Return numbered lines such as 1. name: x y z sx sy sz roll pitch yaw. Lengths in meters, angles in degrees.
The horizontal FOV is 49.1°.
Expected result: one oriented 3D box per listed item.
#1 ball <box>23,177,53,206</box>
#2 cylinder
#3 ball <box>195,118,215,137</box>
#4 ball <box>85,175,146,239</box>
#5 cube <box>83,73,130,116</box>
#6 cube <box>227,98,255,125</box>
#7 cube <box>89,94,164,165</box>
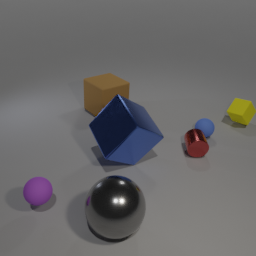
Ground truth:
1. ball: -2.228 1.560 6.936 0.700 0.700 0.700 0 29 0
2. cylinder: 2.258 0.492 9.274 0.700 0.700 0.700 0 33 0
3. ball: 2.784 -0.006 10.182 0.700 0.700 0.700 0 29 0
4. ball: -0.289 1.794 6.421 1.400 1.400 1.400 0 29 0
5. cube: -0.918 -1.358 11.835 1.400 1.400 1.400 -21 38 -35
6. cube: 4.430 -0.646 10.931 0.700 0.700 0.700 25 77 50
7. cube: -0.064 0.095 8.535 1.400 1.400 1.400 20 31 -49
